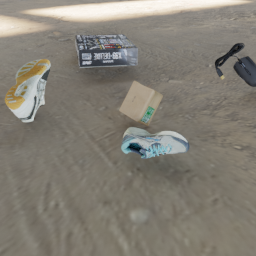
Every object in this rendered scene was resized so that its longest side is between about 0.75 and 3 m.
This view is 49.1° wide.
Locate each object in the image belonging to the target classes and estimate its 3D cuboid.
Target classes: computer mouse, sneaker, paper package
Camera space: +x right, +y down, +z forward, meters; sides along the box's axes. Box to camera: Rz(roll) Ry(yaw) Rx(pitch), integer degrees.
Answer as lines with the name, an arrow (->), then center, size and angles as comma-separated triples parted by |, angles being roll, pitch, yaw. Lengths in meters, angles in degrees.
computer mouse -> 3.496, -1.746, 8.819 | 1.126, 1.604, 0.369 | -33, 19, 29
sneaker -> 0.539, 0.421, 5.860 | 1.444, 0.560, 0.623 | 5, 39, 19
sneaker -> -2.607, -1.036, 7.628 | 0.781, 0.905, 2.065 | 0, 48, 16
paper package -> 0.326, -0.626, 7.048 | 0.456, 0.881, 0.839 | 22, 9, -44

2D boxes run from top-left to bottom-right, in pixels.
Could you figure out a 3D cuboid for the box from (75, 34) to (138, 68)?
box -> -0.965, -3.173, 11.259 | 2.181, 0.688, 2.766 | -5, 29, -11
